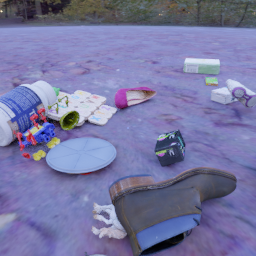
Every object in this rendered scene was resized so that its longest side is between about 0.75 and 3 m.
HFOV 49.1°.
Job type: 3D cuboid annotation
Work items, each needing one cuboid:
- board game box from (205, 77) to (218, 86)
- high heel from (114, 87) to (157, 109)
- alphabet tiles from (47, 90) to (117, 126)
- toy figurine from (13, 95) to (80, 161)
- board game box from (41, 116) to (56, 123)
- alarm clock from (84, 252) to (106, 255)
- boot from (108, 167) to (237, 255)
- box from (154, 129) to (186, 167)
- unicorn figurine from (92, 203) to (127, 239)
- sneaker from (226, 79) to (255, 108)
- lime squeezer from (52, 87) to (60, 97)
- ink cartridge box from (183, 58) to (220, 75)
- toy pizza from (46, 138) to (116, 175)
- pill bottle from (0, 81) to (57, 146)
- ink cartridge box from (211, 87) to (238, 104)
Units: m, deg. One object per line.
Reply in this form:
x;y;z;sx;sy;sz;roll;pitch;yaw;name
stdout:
4.194;-2.354;14.076;0.560;0.176;1.173;6;28;11;board game box
0.302;-1.195;10.859;1.078;0.757;2.248;-1;9;24;high heel
-1.759;-0.783;10.041;2.504;0.187;2.561;17;28;10;alphabet tiles
-2.495;-0.035;7.930;1.211;1.067;2.022;0;36;44;toy figurine
-3.473;-0.743;10.341;2.400;0.338;1.623;5;25;11;board game box
-0.493;2.228;3.822;0.748;0.369;1.110;6;23;12;alarm clock
1.045;1.515;5.118;2.652;0.991;1.286;-3;46;-17;boot
1.089;0.498;7.161;0.616;0.516;0.830;-19;20;23;box
-0.237;1.589;5.232;0.841;0.452;1.225;7;38;-9;unicorn figurine
4.187;-1.298;10.231;1.631;0.611;0.812;27;29;-35;sneaker
-2.927;-1.142;9.893;0.752;0.402;2.129;2;29;29;lime squeezer
4.432;-3.849;16.827;1.967;0.648;2.702;6;27;13;ink cartridge box
-1.180;0.731;7.198;1.765;0.280;1.765;-1;24;0;toy pizza
-3.224;-0.550;8.431;1.243;1.243;2.239;13;38;26;pill bottle
4.046;-1.354;11.546;1.027;0.441;0.752;-17;29;-30;ink cartridge box
